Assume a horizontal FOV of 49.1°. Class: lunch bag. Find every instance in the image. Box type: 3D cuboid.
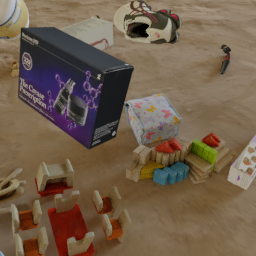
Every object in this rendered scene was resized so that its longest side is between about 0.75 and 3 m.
[{"bbox_3d":[0.655,-0.334,7.951,1.215,0.911,1.433,-14,50,-15],"label":"lunch bag"}]

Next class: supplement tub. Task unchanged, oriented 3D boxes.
[{"bbox_3d":[-3.403,-3.095,7.327,1.338,1.338,1.850,-4,4,-5],"label":"supplement tub"}]

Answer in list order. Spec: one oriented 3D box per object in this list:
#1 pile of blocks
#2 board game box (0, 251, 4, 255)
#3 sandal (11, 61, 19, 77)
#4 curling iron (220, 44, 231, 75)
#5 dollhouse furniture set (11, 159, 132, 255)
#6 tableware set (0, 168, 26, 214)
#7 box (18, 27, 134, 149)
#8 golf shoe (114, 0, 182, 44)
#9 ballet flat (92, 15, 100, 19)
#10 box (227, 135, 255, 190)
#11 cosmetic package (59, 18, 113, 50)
[{"bbox_3d":[1.298,0.689,6.672,2.726,0.847,1.119,-12,40,-15],"label":"pile of blocks"},{"bbox_3d":[-3.128,2.870,4.081,2.796,0.610,2.810,28,46,32],"label":"board game box"},{"bbox_3d":[-4.410,-2.437,11.029,0.411,0.369,1.122,-7,39,-9],"label":"sandal"},{"bbox_3d":[3.910,-2.752,11.426,0.592,0.305,2.389,38,44,-11],"label":"curling iron"},{"bbox_3d":[-1.222,1.633,5.420,1.956,1.008,1.935,-4,42,-27],"label":"dollhouse furniture set"},{"bbox_3d":[-3.370,1.298,5.693,2.341,0.469,1.548,-6,12,-9],"label":"tableware set"},{"bbox_3d":[-0.939,-0.715,4.542,1.837,1.296,0.724,32,31,26],"label":"box"},{"bbox_3d":[0.274,-3.224,8.538,1.258,1.103,2.856,-23,36,-31],"label":"golf shoe"},{"bbox_3d":[-1.857,-5.391,14.552,0.701,0.701,1.919,9,39,11],"label":"ballet flat"},{"bbox_3d":[3.324,0.560,7.113,0.491,0.526,2.539,28,47,31],"label":"box"},{"bbox_3d":[-1.923,-3.909,12.313,1.300,1.098,2.516,26,45,30],"label":"cosmetic package"}]
